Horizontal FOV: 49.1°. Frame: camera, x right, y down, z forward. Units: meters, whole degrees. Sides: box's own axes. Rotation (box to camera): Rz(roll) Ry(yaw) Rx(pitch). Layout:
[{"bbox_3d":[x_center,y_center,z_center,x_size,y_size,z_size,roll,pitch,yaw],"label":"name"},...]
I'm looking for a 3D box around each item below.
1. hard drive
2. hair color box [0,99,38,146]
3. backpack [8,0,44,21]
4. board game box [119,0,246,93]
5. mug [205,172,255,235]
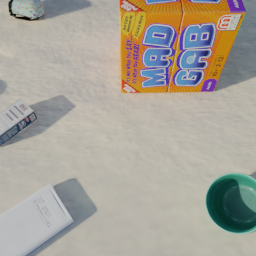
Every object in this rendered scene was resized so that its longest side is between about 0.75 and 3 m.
[{"bbox_3d":[-2.254,2.192,6.441,1.671,0.212,1.102,-32,64,-18],"label":"hard drive"},{"bbox_3d":[-3.289,-0.145,7.767,0.674,0.408,1.348,39,66,21],"label":"hair color box"},{"bbox_3d":[-3.677,-4.438,10.236,1.149,0.727,0.959,17,58,9],"label":"backpack"},{"bbox_3d":[1.185,-3.010,8.083,2.856,2.858,2.856,-1,58,0],"label":"board game box"},{"bbox_3d":[2.574,1.641,6.129,1.549,0.958,1.273,-11,69,28],"label":"mug"}]
